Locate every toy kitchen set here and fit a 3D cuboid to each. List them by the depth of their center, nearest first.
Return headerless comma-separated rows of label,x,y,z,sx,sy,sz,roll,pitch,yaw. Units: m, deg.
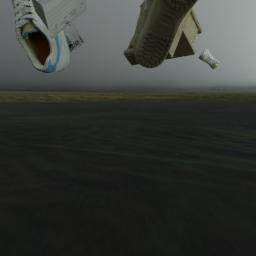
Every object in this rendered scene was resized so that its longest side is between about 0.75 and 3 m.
toy kitchen set,0.427,-3.107,8.756,2.646,2.393,2.933,-1,-34,38

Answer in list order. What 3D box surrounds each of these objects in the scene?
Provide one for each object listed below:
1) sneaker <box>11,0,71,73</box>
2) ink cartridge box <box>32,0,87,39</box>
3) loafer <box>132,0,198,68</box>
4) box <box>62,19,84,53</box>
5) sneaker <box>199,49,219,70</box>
sneaker,-2.471,-2.945,7.460,1.143,2.987,1.206,-19,11,16
ink cartridge box,-1.243,-2.368,5.315,1.071,0.376,1.317,-44,7,-10
loafer,0.777,-2.716,6.142,1.041,2.751,0.939,18,18,-35
box,-2.281,-3.349,9.408,0.911,1.656,0.287,-44,34,-21
sneaker,2.451,-2.026,8.322,0.558,0.356,0.966,45,24,14
